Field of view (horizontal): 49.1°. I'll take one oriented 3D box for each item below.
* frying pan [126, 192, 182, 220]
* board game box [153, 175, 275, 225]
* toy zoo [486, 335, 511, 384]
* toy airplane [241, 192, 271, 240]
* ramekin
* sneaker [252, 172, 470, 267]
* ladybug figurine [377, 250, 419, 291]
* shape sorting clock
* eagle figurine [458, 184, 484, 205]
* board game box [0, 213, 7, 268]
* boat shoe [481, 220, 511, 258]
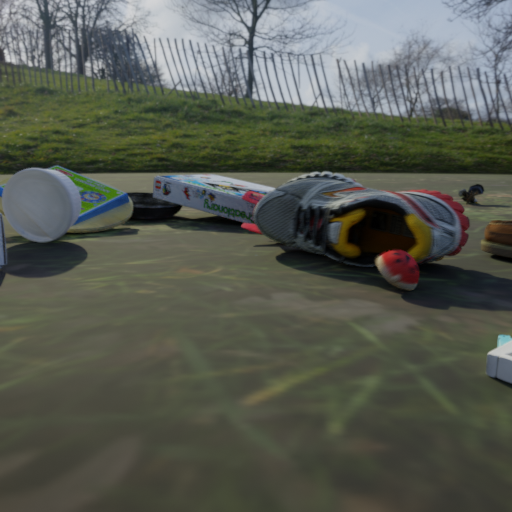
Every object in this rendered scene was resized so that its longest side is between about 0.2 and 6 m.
[{"bbox_3d":[-2.886,-1.085,12.613,1.925,0.518,3.183,10,17,23],"label":"frying pan"},{"bbox_3d":[-0.519,-1.329,12.759,3.219,0.557,2.032,18,19,36],"label":"board game box"},{"bbox_3d":[2.245,0.744,3.492,1.061,0.165,1.617,-6,12,-32],"label":"toy zoo"},{"bbox_3d":[0.717,-0.597,9.987,2.601,0.478,2.601,12,15,-3],"label":"toy airplane"},{"bbox_3d":[-3.547,-0.886,9.420,1.259,1.259,0.586,2,17,9],"label":"ramekin"},{"bbox_3d":[1.179,-0.511,7.635,3.073,1.196,1.262,6,15,37],"label":"sneaker"},{"bbox_3d":[1.580,0.132,6.137,0.508,0.269,0.748,35,22,3],"label":"ladybug figurine"},{"bbox_3d":[-3.850,-1.089,11.252,2.708,0.531,2.708,9,30,-5],"label":"shape sorting clock"},{"bbox_3d":[6.473,-1.799,16.828,0.614,0.610,0.809,-5,17,33],"label":"eagle figurine"},{"bbox_3d":[-5.708,-0.106,6.423,2.845,0.780,4.506,11,15,43],"label":"board game box"},{"bbox_3d":[4.542,-0.454,7.091,1.194,1.128,3.319,-10,10,-44],"label":"boat shoe"}]
